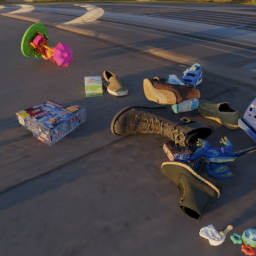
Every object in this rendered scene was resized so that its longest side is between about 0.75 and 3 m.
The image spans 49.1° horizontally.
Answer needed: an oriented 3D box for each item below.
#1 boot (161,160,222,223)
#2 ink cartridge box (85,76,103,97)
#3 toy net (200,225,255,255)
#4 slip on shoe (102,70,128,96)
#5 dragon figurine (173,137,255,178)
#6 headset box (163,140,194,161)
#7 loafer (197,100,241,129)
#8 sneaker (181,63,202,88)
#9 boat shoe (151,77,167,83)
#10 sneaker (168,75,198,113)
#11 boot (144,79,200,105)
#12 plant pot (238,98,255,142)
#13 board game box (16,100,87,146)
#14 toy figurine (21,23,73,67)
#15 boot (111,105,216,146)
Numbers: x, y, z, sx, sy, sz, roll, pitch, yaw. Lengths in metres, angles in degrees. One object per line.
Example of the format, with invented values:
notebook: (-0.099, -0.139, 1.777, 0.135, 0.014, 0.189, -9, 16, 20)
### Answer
boot: (1.454, 1.631, 7.561, 1.797, 0.696, 1.243, 21, 42, 32)
ink cartridge box: (-1.704, -2.076, 13.879, 0.815, 0.466, 1.570, -4, 31, -7)
toy net: (2.362, 2.570, 6.358, 1.434, 0.277, 0.752, 1, 34, 5)
slip on shoe: (-0.690, -2.256, 13.973, 0.839, 0.668, 2.206, -12, 33, -19)
dragon figurine: (2.770, 0.970, 8.436, 2.787, 0.820, 1.386, 2, 32, 9)
headset box: (1.656, 0.794, 9.189, 0.712, 0.369, 0.956, -7, 30, -12)
loafer: (3.698, -0.715, 11.281, 0.847, 0.752, 2.229, -17, 33, -28)
sneaker: (3.106, -2.478, 14.042, 0.899, 1.000, 2.431, 15, 36, 21)
boat shoe: (1.491, -2.402, 14.425, 1.412, 0.458, 0.508, -21, 37, -31)
sneaker: (2.369, -1.563, 12.578, 1.026, 0.972, 2.541, -6, 41, -3)
boot: (1.747, -1.572, 11.691, 1.775, 0.772, 2.134, -11, 34, -16)
plant pot: (4.696, -0.228, 9.638, 1.341, 1.206, 1.341, -7, 50, -49)
board game box: (-2.774, -0.363, 10.836, 2.123, 0.655, 2.122, 24, 37, 35)
toy figurine: (-4.536, -4.567, 16.989, 2.638, 2.866, 2.152, 30, 81, 7)
boot: (1.188, -0.043, 9.695, 2.960, 1.025, 2.577, -15, 27, -27)
